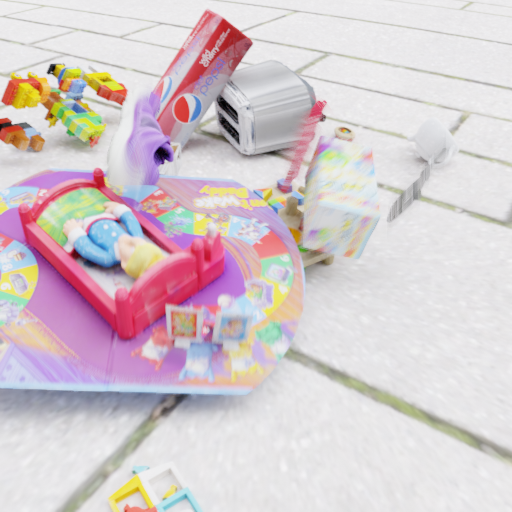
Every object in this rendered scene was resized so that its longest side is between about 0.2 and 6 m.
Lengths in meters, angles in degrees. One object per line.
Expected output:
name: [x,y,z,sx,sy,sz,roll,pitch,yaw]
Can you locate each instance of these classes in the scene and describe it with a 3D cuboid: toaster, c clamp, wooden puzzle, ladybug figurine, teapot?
toaster: [0.188,-3.739,14.360,2.005,1.764,3.104,-19,44,-17]
c clamp: [2.612,-1.054,9.251,0.183,1.354,1.156,43,78,14]
wooden puzzle: [0.576,-1.300,12.319,1.389,0.322,1.287,-21,42,-25]
ladybug figurine: [2.347,-3.204,14.838,0.485,0.257,0.714,-16,41,-20]
teapot: [4.311,-2.713,13.711,1.190,0.880,1.205,53,14,6]

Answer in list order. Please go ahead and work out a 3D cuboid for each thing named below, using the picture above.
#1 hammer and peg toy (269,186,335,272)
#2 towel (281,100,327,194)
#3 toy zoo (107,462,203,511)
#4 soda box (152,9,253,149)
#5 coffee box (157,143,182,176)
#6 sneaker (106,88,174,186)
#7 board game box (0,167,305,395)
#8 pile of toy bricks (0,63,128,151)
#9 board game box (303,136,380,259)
hammer and peg toy: [0.811,-0.445,10.797,2.378,0.839,1.749,-22,43,-31]
towel: [0.893,-2.069,10.481,0.188,1.668,1.206,23,26,3]
toy zoo: [-1.190,3.094,6.770,0.906,0.141,1.382,-23,43,-27]
soda box: [-1.594,-4.275,13.842,1.066,3.362,1.177,25,19,-39]
coffee box: [-2.337,-2.042,13.032,0.886,0.617,1.548,5,38,6]
sneaker: [-1.863,-1.935,9.504,1.005,0.971,2.408,11,46,-11]
board game box: [-1.982,-0.207,8.578,5.696,1.109,4.501,3,48,-6]
pile of toy bricks: [-4.704,-3.542,14.323,1.926,2.164,3.901,38,27,2]
board game box: [1.472,-1.079,10.008,1.032,1.051,2.004,12,44,-6]
